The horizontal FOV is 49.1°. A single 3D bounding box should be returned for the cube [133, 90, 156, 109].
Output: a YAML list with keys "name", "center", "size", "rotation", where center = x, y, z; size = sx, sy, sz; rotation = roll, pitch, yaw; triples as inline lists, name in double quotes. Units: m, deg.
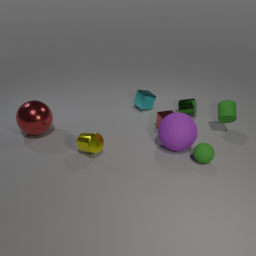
- name: "cube"
  center: [0.800, -1.360, 13.393]
  size: [0.700, 0.700, 0.700]
  rotation: [-1, 31, -34]

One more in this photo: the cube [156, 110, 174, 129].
- name: "cube"
  center: [1.625, -0.256, 11.607]
  size: [0.700, 0.700, 0.700]
  rotation: [-8, 30, -14]

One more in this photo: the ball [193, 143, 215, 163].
- name: "ball"
  center: [2.585, 0.854, 9.538]
  size: [0.700, 0.700, 0.700]
  rotation: [0, 29, 0]

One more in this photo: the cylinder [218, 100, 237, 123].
- name: "cylinder"
  center: [3.950, -0.650, 11.170]
  size: [0.700, 0.700, 0.700]
  rotation: [4, 65, 7]

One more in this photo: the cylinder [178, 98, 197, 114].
- name: "cylinder"
  center: [2.715, -0.970, 12.737]
  size: [0.700, 0.700, 0.700]
  rotation: [-4, 25, 26]

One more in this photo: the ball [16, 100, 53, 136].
- name: "ball"
  center: [-3.703, -0.401, 11.117]
  size: [1.400, 1.400, 1.400]
  rotation: [0, 29, 0]

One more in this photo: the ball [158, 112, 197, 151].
- name: "ball"
  center: [1.802, 0.137, 10.173]
  size: [1.400, 1.400, 1.400]
  rotation: [0, 29, 0]

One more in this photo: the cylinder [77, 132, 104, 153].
- name: "cylinder"
  center: [-1.332, 0.512, 9.902]
  size: [0.700, 0.700, 0.700]
  rotation: [2, 23, 43]
